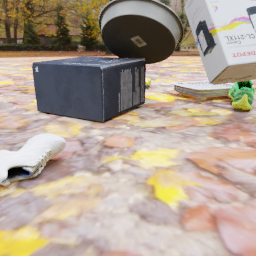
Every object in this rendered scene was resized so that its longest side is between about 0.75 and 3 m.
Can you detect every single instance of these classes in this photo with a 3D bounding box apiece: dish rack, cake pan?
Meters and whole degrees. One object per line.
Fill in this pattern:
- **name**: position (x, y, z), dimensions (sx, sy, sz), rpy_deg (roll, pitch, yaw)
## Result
- **dish rack**: position (3.363, -1.642, 12.081), dimensions (2.528, 0.550, 2.170), rpy_deg (-8, 18, -24)
- **cake pan**: position (0.382, -3.089, 9.408), dimensions (2.911, 0.534, 2.911), rpy_deg (10, -21, 4)

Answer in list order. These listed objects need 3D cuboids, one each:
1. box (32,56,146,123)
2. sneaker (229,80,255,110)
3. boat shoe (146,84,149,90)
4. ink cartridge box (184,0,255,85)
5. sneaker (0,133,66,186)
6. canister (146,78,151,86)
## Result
- **box**: position (-1.207, -1.486, 9.534), dimensions (2.774, 1.720, 2.727), rpy_deg (10, 20, 29)
- **sneaker**: position (4.224, -1.336, 10.161), dimensions (0.858, 0.968, 2.316), rpy_deg (14, 24, 10)
- **boat shoe**: position (0.597, -2.061, 13.907), dimensions (0.939, 0.268, 0.314), rpy_deg (5, 18, 15)
- **ink cartridge box**: position (2.885, -2.626, 7.656), dimensions (1.850, 2.538, 1.051), rpy_deg (-10, -15, -15)
- **sneaker**: position (-1.722, 0.594, 4.997), dimensions (0.703, 0.601, 1.614), rpy_deg (24, 35, 32)
- **canister**: position (0.766, -2.338, 14.556), dimensions (0.734, 0.428, 0.988), rpy_deg (4, 19, 14)
